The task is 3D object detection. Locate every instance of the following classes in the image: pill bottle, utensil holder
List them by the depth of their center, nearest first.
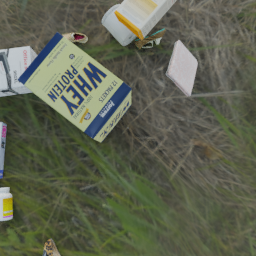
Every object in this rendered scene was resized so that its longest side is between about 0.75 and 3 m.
[{"bbox_3d":[-4.417,2.690,9.952,0.577,0.577,1.108,-4,83,0],"label":"pill bottle"},{"bbox_3d":[-0.250,-3.848,10.575,1.001,1.001,1.177,-39,87,-5],"label":"utensil holder"}]

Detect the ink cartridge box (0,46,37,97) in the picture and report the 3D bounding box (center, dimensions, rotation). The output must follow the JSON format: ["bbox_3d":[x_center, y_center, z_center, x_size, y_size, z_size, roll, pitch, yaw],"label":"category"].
[{"bbox_3d":[-4.445,-2.055,10.387,2.105,0.886,1.522,-8,83,-1],"label":"ink cartridge box"}]

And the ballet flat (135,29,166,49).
[{"bbox_3d":[0.915,-3.387,10.830,1.290,0.438,0.467,-23,104,-2],"label":"ballet flat"}]

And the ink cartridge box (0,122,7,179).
[{"bbox_3d":[-5.298,1.002,10.207,1.448,0.509,2.427,1,80,0],"label":"ink cartridge box"}]

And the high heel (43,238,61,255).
[{"bbox_3d":[-2.366,4.465,9.763,1.322,0.472,0.942,13,89,11],"label":"high heel"}]

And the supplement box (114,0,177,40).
[{"bbox_3d":[0.619,-4.097,9.358,1.179,0.688,1.871,44,95,14],"label":"supplement box"}]

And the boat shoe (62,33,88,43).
[{"bbox_3d":[-2.096,-3.531,10.839,1.044,0.361,0.385,2,83,0],"label":"boat shoe"}]

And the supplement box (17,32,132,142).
[{"bbox_3d":[-1.520,-1.120,9.300,2.778,2.780,1.867,38,86,4],"label":"supplement box"}]

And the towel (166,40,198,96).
[{"bbox_3d":[1.764,-1.895,8.976,1.289,0.218,1.350,34,65,-39],"label":"towel"}]
